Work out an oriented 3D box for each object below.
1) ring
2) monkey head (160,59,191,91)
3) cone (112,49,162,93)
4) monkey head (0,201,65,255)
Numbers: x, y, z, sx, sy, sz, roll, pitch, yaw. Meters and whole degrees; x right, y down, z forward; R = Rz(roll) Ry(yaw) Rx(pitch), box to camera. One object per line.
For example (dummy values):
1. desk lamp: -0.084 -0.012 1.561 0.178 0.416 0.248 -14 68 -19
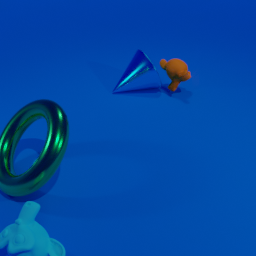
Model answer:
1. ring: -1.893 0.334 5.370 1.947 0.389 1.947 -17 58 29
2. monkey head: 1.440 -1.660 8.683 0.772 0.921 1.281 27 11 -41
3. cone: 0.089 -1.519 8.940 1.417 1.411 1.411 -33 39 -4
4. monkey head: -1.414 1.545 4.089 1.133 0.683 0.815 3 59 33
